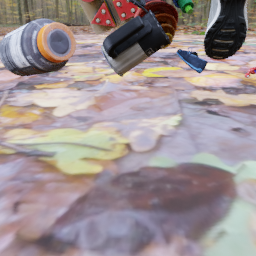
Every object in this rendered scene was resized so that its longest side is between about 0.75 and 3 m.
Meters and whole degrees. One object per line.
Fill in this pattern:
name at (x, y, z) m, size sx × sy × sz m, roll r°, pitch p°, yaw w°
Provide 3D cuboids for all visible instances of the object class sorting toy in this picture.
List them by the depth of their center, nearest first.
sorting toy at (0.511, -2.014, 4.649) m, size 1.120 × 1.864 × 0.765 m, roll -21°, pitch 60°, yaw 7°
sorting toy at (-0.525, -3.316, 7.180) m, size 1.514 × 1.523 × 0.530 m, roll -18°, pitch 33°, yaw 17°

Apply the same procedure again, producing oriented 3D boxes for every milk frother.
milk frother at (-0.014, -1.205, 3.446) m, size 0.751 × 0.721 × 0.799 m, roll -31°, pitch 60°, yaw 17°

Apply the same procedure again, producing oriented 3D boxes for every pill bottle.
pill bottle at (-1.746, -1.536, 5.449) m, size 0.968 × 0.968 × 1.821 m, roll -19°, pitch 17°, yaw -39°

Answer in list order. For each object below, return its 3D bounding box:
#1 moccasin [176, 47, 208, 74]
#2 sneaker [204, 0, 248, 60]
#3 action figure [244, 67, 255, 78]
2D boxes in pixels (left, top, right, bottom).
moccasin at (1.203, -1.280, 5.200) m, size 0.323 × 0.274 × 0.803 m, roll 28°, pitch 20°, yaw -46°
sneaker at (1.953, -2.295, 5.418) m, size 0.775 × 2.096 × 0.831 m, roll 8°, pitch 44°, yaw 11°
action figure at (3.745, -1.705, 7.759) m, size 1.093 × 0.282 × 0.358 m, roll -27°, pitch -6°, yaw 10°
